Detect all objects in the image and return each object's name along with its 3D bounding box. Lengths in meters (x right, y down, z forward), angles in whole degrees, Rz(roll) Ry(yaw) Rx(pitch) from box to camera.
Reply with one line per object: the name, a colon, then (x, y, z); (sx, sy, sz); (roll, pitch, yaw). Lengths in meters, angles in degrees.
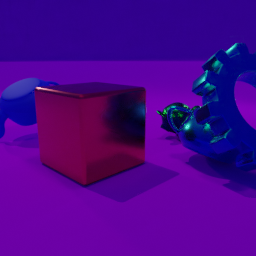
cube: (-0.626, -0.027, 4.816); (1.356, 1.356, 1.356); (-14, 20, -43)
monkey head: (1.177, -0.167, 6.360); (1.187, 0.715, 0.854); (-8, 39, -25)
gear: (2.020, -0.347, 4.471); (2.059, 2.059, 0.381); (-6, -16, -23)
teapot: (1.603, 0.069, 4.941); (1.943, 0.951, 1.208); (20, 4, 7)
teapot: (-2.326, -0.501, 6.484); (1.224, 0.964, 1.969); (22, 51, 40)
